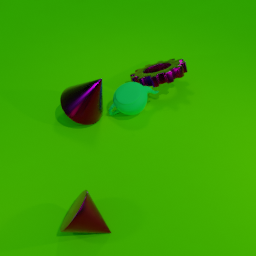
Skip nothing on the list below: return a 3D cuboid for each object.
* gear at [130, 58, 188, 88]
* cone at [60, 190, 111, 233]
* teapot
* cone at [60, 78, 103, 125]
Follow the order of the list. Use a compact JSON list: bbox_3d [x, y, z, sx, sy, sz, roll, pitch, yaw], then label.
[{"bbox_3d":[1.051,-1.913,9.735,1.943,0.359,1.943,-15,24,7],"label":"gear"},{"bbox_3d":[-0.786,2.085,6.237,1.025,1.021,1.021,35,47,-11],"label":"cone"},{"bbox_3d":[0.161,-0.905,8.944,1.770,0.867,1.101,-28,57,0],"label":"teapot"},{"bbox_3d":[-1.081,-1.047,8.277,1.432,1.437,1.432,17,55,-25],"label":"cone"}]
